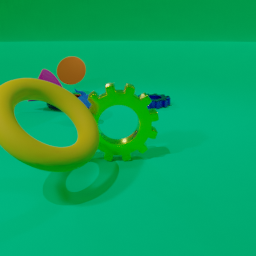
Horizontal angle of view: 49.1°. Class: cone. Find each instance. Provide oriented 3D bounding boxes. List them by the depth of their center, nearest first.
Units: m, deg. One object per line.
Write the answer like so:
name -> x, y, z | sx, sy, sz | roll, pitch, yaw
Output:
cone -> -3.164, -1.278, 10.142 | 1.235, 1.231, 1.231 | -30, 14, 13
cone -> -2.442, -2.416, 12.820 | 1.281, 1.281, 1.286 | 1, -8, 3

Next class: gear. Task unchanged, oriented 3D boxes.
gear -> -0.206, -0.108, 6.112 | 1.709, 1.709, 0.316 | -1, 20, -4
gear -> 0.959, -1.083, 11.085 | 1.419, 0.262, 1.419 | -1, 19, 1

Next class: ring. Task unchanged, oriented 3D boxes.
ring -> -1.360, -0.103, 4.788 | 1.943, 0.389, 1.943 | 27, 36, -21
ring -> -2.265, -0.996, 10.748 | 1.675, 0.335, 1.675 | -1, 18, 0

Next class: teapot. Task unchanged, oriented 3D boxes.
teapot -> -1.366, -0.705, 8.597 | 0.560, 1.144, 0.712 | -22, 20, -33
